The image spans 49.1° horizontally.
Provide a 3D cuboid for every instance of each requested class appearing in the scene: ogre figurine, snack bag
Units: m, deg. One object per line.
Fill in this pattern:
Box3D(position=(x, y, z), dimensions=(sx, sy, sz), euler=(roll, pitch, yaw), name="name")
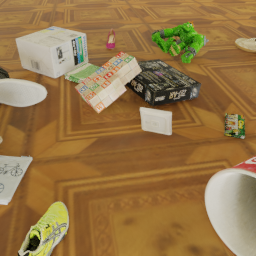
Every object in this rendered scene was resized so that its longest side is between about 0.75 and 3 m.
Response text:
Box3D(position=(2.429, -4.046, 12.962), dimensions=(1.650, 1.351, 2.753), euler=(-32, 29, -12), name="ogre figurine")
Box3D(position=(-3.226, 1.169, 6.743), dimensions=(1.412, 0.160, 1.497), euler=(3, 36, 3), name="snack bag")

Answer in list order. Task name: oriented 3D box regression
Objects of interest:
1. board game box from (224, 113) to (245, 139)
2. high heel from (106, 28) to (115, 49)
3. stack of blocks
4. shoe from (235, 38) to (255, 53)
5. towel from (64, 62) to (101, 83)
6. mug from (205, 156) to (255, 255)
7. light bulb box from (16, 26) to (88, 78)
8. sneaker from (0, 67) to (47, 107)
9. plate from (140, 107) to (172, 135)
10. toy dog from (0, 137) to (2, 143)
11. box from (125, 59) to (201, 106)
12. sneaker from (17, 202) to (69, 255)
Box3D(position=(3.227, -0.084, 8.477), dimensions=(0.579, 0.130, 1.105), euler=(11, 38, 12), name="board game box")
Box3D(position=(-0.831, -4.410, 13.879), dimensions=(0.468, 0.667, 1.390), euler=(4, 37, 6), name="high heel")
Box3D(position=(-0.582, -1.556, 9.240), dimensions=(2.062, 0.604, 1.188), euler=(-40, 42, -9), name="stack of blocks")
Box3D(position=(6.282, -3.906, 13.184), dimensions=(0.885, 0.676, 2.532), euler=(-30, 46, -34), name="shoe")
Box3D(position=(-1.257, -2.048, 11.000), dimensions=(2.019, 0.236, 1.540), euler=(21, 40, 23), name="towel")
Box3D(position=(3.215, 1.445, 5.470), dimensions=(2.785, 2.472, 1.858), euler=(-21, 5, -32), name="mug")
Box3D(position=(-3.111, -3.249, 11.767), dimensions=(2.049, 1.290, 2.067), euler=(22, 41, 27), name="light bulb box")
Box3D(position=(-4.124, -1.542, 9.635), dimensions=(2.987, 1.056, 1.482), euler=(0, 41, 6), name="sneaker")
Box3D(position=(0.757, -0.149, 7.701), dimensions=(0.894, 0.892, 0.145), euler=(11, 50, 18), name="plate")
Box3D(position=(-4.466, 0.633, 6.399), dimensions=(2.905, 1.399, 1.916), euler=(-17, 69, -53), name="toy dog")
Box3D(position=(1.017, -1.737, 10.109), dimensions=(2.025, 0.550, 2.527), euler=(-14, 38, -29), name="box")
Box3D(position=(-1.546, 1.973, 5.295), dimensions=(0.574, 0.581, 1.522), euler=(5, 35, 9), name="sneaker")
